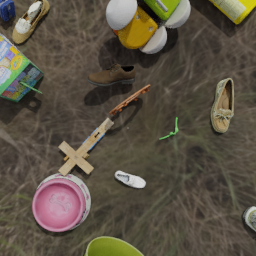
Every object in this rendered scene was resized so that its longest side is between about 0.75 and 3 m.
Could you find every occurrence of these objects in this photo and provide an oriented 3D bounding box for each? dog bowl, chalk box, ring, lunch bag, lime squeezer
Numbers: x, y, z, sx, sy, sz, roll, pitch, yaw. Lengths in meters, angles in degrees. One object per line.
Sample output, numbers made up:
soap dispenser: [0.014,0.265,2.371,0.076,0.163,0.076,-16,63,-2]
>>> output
dog bowl: [-2.491,2.781,10.287,2.187,0.806,2.187,0,87,0]
chalk box: [-4.304,-2.046,10.164,2.620,1.630,1.622,43,88,4]
ring: [0.083,-0.958,9.978,1.807,1.807,0.173,-36,91,-2]
lunch bag: [-4.678,-4.595,10.669,0.606,0.917,0.623,40,67,0]
lime squeezer: [1.680,0.118,10.755,0.381,0.204,1.079,39,88,2]

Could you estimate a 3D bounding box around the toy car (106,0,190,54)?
toy car: [0.571,-4.361,10.088,2.912,2.548,2.184,-47,45,17]

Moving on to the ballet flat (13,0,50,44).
ballet flat: [-3.844,-4.198,10.787,0.703,0.645,2.048,35,87,2]

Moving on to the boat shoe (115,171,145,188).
boat shoe: [0.074,1.974,10.525,1.212,0.420,0.429,19,87,1]

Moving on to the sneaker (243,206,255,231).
sneaker: [5.294,3.875,10.099,2.342,1.038,0.900,39,87,2]

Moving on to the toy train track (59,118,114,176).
toy train track: [-1.544,0.723,10.644,1.536,0.436,2.678,41,82,9]

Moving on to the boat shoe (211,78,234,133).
boat shoe: [3.599,-0.854,10.585,0.747,0.639,2.039,4,87,0]

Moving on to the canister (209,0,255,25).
canister: [3.867,-5.453,10.650,2.531,1.096,1.880,43,87,1]

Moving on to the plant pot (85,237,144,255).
plant pot: [-0.785,5.650,9.504,2.520,2.520,2.693,27,102,2]

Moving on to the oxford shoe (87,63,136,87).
oxford shoe: [-0.593,-2.002,10.155,1.878,0.793,0.682,-14,50,-23]
